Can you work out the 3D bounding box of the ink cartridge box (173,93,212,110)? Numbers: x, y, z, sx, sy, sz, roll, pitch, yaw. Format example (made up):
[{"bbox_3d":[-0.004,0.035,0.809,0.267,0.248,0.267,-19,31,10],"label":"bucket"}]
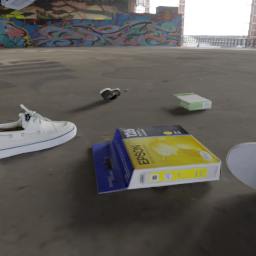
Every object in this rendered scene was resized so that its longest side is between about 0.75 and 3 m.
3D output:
[{"bbox_3d":[2.533,-1.081,11.229,0.998,0.329,1.371,-7,21,-19],"label":"ink cartridge box"}]

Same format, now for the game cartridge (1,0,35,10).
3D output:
[{"bbox_3d":[-3.124,-3.911,8.334,1.136,0.230,0.757,-19,-2,28],"label":"game cartridge"}]

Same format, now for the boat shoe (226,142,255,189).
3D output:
[{"bbox_3d":[3.259,0.813,5.315,2.699,0.926,0.764,11,13,14],"label":"boat shoe"}]

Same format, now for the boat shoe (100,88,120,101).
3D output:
[{"bbox_3d":[-0.692,-1.401,11.995,0.553,0.473,1.511,-32,-5,21],"label":"boat shoe"}]

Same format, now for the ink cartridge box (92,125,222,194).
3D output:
[{"bbox_3d":[0.442,0.546,6.436,2.435,0.572,2.407,-2,20,-10],"label":"ink cartridge box"}]

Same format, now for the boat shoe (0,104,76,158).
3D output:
[{"bbox_3d":[-2.559,-0.056,7.230,2.589,1.104,0.957,-13,24,-32],"label":"boat shoe"}]
